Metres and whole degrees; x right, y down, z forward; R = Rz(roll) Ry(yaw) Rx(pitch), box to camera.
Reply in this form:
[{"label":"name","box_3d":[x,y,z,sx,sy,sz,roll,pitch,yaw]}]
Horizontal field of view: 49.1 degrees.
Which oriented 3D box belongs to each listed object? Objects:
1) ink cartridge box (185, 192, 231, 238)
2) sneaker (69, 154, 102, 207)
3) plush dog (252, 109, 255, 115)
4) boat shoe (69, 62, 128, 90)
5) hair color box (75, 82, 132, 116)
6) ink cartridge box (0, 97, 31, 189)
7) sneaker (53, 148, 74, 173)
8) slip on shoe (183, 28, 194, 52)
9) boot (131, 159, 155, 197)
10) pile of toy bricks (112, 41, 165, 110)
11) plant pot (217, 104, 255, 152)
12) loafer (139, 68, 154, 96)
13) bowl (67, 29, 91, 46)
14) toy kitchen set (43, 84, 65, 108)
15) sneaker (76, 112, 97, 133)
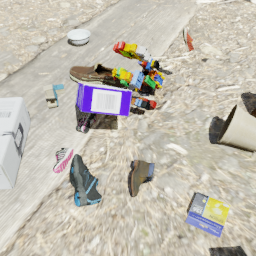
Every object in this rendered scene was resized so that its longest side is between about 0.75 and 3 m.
[{"label":"ink cartridge box","box_3d":[2.029,2.157,7.081,0.896,0.213,0.907,20,46,19]},{"label":"sneaker","box_3d":[-1.197,1.418,7.680,0.682,0.609,1.665,3,44,-25]},{"label":"plush dog","box_3d":[5.437,-0.572,9.211,1.935,1.808,2.253,11,72,-9]},{"label":"boat shoe","box_3d":[-1.177,-2.194,11.041,2.557,0.946,0.944,15,46,15]},{"label":"hair color box","box_3d":[-0.859,-0.959,8.774,1.376,0.816,2.517,6,7,-15]},{"label":"ink cartridge box","box_3d":[-4.203,0.412,8.178,2.025,1.163,2.788,-3,44,-3]},{"label":"sneaker","box_3d":[-1.992,0.923,8.250,0.436,0.368,0.997,12,41,14]},{"label":"slip on shoe","box_3d":[2.076,-3.040,9.623,0.296,0.966,0.358,-15,48,14]},{"label":"boot","box_3d":[0.418,1.362,7.710,0.611,0.471,1.262,2,42,6]},{"label":"pile of toy bricks","box_3d":[0.131,-1.644,9.183,1.432,2.901,1.610,18,87,22]},{"label":"plant pot","box_3d":[3.595,0.099,8.573,1.198,1.309,1.309,25,48,10]},{"label":"loafer","box_3d":[0.796,-2.034,11.137,0.668,0.586,1.859,6,44,6]},{"label":"bowl","box_3d":[-2.356,-4.329,13.578,1.121,0.504,1.121,0,45,0]},{"label":"toy kitchen set","box_3d":[-2.685,-1.424,10.242,0.700,0.951,1.188,-12,45,-11]},{"label":"sneaker","box_3d":[-1.437,-0.273,9.462,0.459,0.427,1.063,4,37,20]}]
